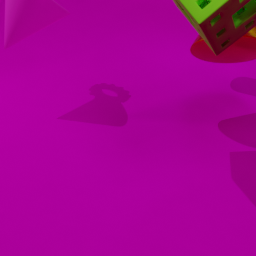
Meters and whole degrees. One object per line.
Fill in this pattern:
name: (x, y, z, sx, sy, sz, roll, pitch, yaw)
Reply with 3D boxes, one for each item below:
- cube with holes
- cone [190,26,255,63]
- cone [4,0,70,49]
cube with holes: (1.249, -1.957, 3.768, 1.168, 1.168, 1.168, 60, 21, 19)
cone: (2.122, -2.326, 5.802, 1.525, 1.531, 1.525, 6, -5, 0)
cone: (-2.335, -2.375, 6.180, 1.520, 1.525, 1.520, 36, 12, -9)
